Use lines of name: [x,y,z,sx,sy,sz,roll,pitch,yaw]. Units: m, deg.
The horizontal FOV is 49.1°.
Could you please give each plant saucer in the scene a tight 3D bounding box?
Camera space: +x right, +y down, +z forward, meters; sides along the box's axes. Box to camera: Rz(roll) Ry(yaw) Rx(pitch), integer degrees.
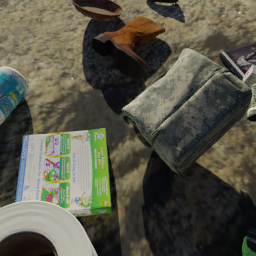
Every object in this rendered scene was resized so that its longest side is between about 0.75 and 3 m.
plant saucer: [-1.312,-5.036,11.804,2.218,0.406,2.218,11,40,-9]

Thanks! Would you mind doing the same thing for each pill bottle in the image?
pill bottle: [-4.123,-0.873,8.755,1.140,1.140,2.058,18,57,12]

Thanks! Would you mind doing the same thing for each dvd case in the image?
dvd case: [4.674,-2.560,10.529,2.004,0.160,1.490,-18,57,-12]

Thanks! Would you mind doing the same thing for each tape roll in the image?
tape roll: [-1.896,3.030,5.597,2.660,1.827,2.660,0,55,0]

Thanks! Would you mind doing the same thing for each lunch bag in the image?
lunch bag: [1.508,-0.567,7.637,2.875,2.003,2.412,-43,69,-1]

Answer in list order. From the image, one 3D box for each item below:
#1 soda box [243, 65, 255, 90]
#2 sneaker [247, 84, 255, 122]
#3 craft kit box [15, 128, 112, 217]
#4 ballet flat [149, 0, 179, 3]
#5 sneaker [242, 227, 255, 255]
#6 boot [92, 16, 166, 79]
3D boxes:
soda box: [4.548,-1.301,8.887,1.707,0.542,0.583,29,45,3]
sneaker: [4.681,-0.848,8.092,2.776,1.068,1.230,-1,83,-20]
craft kit box: [-1.713,1.203,7.682,2.400,0.589,2.430,-6,55,-1]
ballet flat: [1.520,-5.931,12.820,1.609,0.457,0.535,16,93,14]
sneaker: [3.917,2.775,6.319,2.513,0.965,1.053,9,60,5]
boot: [0.460,-3.171,10.743,2.629,0.956,2.793,34,54,29]
